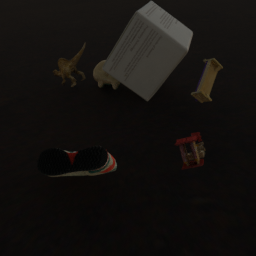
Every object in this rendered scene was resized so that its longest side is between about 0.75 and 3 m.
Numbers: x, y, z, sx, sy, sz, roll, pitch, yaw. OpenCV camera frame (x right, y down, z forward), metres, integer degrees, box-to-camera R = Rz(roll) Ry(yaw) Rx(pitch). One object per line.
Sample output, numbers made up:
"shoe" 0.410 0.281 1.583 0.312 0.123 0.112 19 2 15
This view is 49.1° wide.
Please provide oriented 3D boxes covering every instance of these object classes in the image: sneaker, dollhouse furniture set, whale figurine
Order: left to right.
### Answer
"sneaker" -1.145 0.855 6.387 1.905 0.891 0.671 -7 64 23
"whale figurine" -0.678 -1.973 10.822 1.450 0.752 1.153 40 93 32
"dollhouse furniture set" 1.385 0.427 6.154 0.447 0.592 1.100 -15 8 20

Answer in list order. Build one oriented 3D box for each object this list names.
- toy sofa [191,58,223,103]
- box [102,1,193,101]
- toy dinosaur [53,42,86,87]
"toy sofa" 2.460 -1.516 8.977 0.651 0.553 1.335 4 67 55
"box" 0.763 -2.768 9.952 2.036 2.377 2.365 34 35 -5
"toy dinosaur" -2.126 -2.135 10.320 2.208 1.116 0.643 -25 13 42
